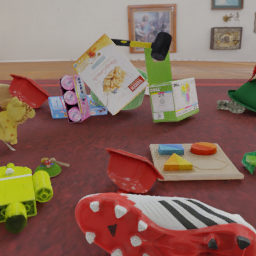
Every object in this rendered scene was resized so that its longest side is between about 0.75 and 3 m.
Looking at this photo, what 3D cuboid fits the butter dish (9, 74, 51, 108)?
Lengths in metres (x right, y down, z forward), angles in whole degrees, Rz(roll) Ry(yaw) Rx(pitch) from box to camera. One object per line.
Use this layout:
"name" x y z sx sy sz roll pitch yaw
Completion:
"butter dish" -4.724 -1.485 12.916 1.837 1.358 1.832 18 -19 43

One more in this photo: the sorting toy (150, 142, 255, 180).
"sorting toy" 2.058 0.721 7.150 2.839 0.418 2.098 -1 17 -2

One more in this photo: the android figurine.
"android figurine" -2.538 1.262 5.409 2.052 0.463 2.255 -6 20 -19

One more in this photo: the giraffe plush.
"giraffe plush" -3.449 -0.318 8.034 1.557 1.263 1.344 38 -5 -2

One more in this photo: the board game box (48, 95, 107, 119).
"board game box" -2.229 -0.991 12.284 2.281 0.417 1.725 -6 26 -18

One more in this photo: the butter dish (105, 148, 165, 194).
"butter dish" 0.037 1.014 5.736 1.113 0.825 1.116 15 -20 30

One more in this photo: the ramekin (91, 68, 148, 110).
"ramekin" -0.420 -1.785 12.067 2.551 1.246 2.551 7 28 -4

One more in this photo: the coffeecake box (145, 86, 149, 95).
"coffeecake box" 1.733 -2.269 16.421 1.208 0.575 1.574 -16 24 -41

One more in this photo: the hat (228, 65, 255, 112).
"hat" 5.813 -2.110 11.794 2.367 2.516 2.858 20 27 6

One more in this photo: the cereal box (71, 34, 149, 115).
"cereal box" -0.649 -1.921 10.206 1.735 2.412 0.477 -41 -2 11

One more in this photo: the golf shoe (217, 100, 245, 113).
"golf shoe" 4.689 -1.005 12.555 0.670 0.539 1.378 -5 18 -35

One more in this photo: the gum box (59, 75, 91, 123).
"gum box" -2.023 -1.180 10.760 0.583 1.764 1.001 -8 12 14

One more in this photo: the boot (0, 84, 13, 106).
"boot" -5.892 -1.129 11.922 2.327 1.090 2.994 16 25 42

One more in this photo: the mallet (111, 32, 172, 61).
"mallet" 0.171 -2.905 10.091 2.796 0.921 0.575 6 -13 25

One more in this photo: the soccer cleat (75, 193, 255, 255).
"soccer cleat" 0.540 1.454 4.225 2.667 0.915 1.136 6 8 11

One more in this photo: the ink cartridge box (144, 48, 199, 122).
"ink cartridge box" 1.715 -1.786 10.874 1.062 2.803 2.072 -2 12 37

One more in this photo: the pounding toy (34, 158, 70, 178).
"pounding toy" -1.883 0.866 6.727 0.620 0.373 0.803 6 19 25
